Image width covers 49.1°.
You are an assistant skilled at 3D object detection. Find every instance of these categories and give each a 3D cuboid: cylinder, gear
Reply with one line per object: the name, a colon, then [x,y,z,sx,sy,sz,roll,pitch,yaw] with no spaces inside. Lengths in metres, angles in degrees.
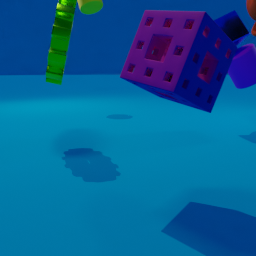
cylinder: [3.018,-1.592,7.257,0.847,0.847,0.847,-33,15,10]
cylinder: [-1.508,-5.019,10.752,0.908,0.908,0.908,-17,-6,-2]
gear: [-1.301,-1.698,5.462,0.308,1.663,1.663,10,9,-15]

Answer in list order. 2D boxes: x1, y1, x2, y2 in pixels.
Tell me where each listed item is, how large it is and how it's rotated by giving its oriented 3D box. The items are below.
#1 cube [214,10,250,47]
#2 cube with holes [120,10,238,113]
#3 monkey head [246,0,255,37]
cube: [2.492,-2.389,7.192,0.728,0.728,0.728,-28,-8,-6]
cube with holes: [0.574,-0.747,3.184,0.804,0.804,0.804,25,5,43]
monkey head: [3.253,-2.890,5.896,1.408,1.179,1.957,17,63,48]
